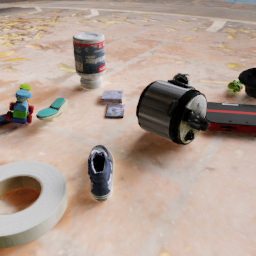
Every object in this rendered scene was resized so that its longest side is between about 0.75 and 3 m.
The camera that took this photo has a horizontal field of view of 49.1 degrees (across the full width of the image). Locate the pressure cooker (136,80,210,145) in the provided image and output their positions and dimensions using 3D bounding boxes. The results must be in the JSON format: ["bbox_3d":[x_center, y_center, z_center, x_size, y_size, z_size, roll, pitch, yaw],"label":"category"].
[{"bbox_3d":[1.796,-0.520,10.342,2.427,2.168,2.135,24,45,37],"label":"pressure cooker"}]

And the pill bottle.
[{"bbox_3d":[-1.940,-3.415,14.366,1.575,2.634,1.575,0,33,0],"label":"pill bottle"}]

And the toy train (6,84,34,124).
[{"bbox_3d":[-4.503,-1.298,12.059,1.011,1.382,2.388,10,29,-19],"label":"toy train"}]

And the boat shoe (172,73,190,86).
[{"bbox_3d":[2.750,-2.410,14.467,0.909,0.840,2.461,4,33,6],"label":"boat shoe"}]

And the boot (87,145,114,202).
[{"bbox_3d":[-0.848,1.033,8.835,0.898,1.116,2.470,-5,33,-8],"label":"boot"}]

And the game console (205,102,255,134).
[{"bbox_3d":[4.505,-0.481,11.969,2.642,0.410,2.337,5,28,7],"label":"game console"}]

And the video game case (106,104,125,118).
[{"bbox_3d":[-0.550,-0.768,12.601,0.788,0.105,1.103,1,32,2],"label":"video game case"}]

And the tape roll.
[{"bbox_3d":[-3.146,2.003,7.870,2.871,0.525,2.871,0,33,0],"label":"tape roll"}]

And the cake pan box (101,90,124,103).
[{"bbox_3d":[-0.761,-1.534,13.639,1.062,0.278,0.978,1,30,2],"label":"cake pan box"}]

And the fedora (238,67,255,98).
[{"bbox_3d":[6.506,-2.157,13.841,2.167,0.989,2.167,-3,40,2],"label":"fedora"}]

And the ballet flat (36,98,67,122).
[{"bbox_3d":[-3.085,-0.611,11.535,0.687,0.687,1.979,10,30,16],"label":"ballet flat"}]

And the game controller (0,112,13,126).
[{"bbox_3d":[-5.167,-0.370,11.828,1.248,0.263,0.651,-19,37,-26],"label":"game controller"}]

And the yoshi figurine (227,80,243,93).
[{"bbox_3d":[5.533,-2.286,14.472,0.730,0.733,1.304,7,34,27],"label":"yoshi figurine"}]
